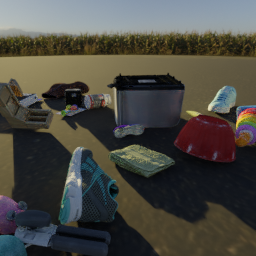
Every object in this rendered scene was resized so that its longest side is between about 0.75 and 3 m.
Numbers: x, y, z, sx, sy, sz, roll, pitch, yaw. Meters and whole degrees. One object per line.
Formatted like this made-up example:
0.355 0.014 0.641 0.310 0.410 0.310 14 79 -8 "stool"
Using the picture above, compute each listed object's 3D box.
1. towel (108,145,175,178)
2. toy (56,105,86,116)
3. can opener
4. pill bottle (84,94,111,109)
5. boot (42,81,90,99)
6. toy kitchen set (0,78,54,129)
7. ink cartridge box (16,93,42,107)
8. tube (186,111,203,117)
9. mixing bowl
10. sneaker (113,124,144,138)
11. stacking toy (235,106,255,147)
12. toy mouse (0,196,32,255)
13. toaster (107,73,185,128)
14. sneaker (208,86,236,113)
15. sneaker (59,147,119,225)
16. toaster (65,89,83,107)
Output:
0.342 0.828 7.491 1.161 0.285 1.565 -16 24 -42 "towel"
-2.519 -0.845 12.428 0.774 0.318 1.345 8 21 18 "toy"
-1.061 1.655 4.441 1.553 0.519 0.414 6 32 7 "can opener"
-1.415 -1.274 13.191 1.149 0.665 0.665 -10 21 -28 "pill bottle"
-3.440 -1.981 15.605 2.192 0.793 1.823 8 32 18 "boot"
-3.623 -1.023 10.054 1.515 1.680 1.370 2 54 9 "toy kitchen set"
-5.781 -1.416 13.922 2.244 0.491 2.265 2 17 9 "ink cartridge box"
2.823 -0.569 11.791 0.273 0.305 1.051 -40 20 0 "tube"
2.272 0.190 7.893 1.756 0.951 1.756 11 15 -3 "mixing bowl"
-0.010 0.026 9.724 1.126 0.392 0.560 -8 19 -21 "sneaker"
3.813 0.107 8.842 1.118 1.057 1.927 2 27 37 "stacking toy"
-2.184 1.699 4.501 2.368 0.516 2.664 -1 18 -2 "toy mouse"
0.612 -1.205 11.281 2.932 1.740 2.652 -2 19 -5 "toaster"
4.345 -1.382 12.887 0.957 1.061 2.589 9 20 28 "sneaker"
-0.744 1.188 5.845 1.104 0.939 2.420 13 21 -11 "sneaker"
-2.587 -1.463 13.493 0.914 0.827 0.542 -3 19 -10 "toaster"
